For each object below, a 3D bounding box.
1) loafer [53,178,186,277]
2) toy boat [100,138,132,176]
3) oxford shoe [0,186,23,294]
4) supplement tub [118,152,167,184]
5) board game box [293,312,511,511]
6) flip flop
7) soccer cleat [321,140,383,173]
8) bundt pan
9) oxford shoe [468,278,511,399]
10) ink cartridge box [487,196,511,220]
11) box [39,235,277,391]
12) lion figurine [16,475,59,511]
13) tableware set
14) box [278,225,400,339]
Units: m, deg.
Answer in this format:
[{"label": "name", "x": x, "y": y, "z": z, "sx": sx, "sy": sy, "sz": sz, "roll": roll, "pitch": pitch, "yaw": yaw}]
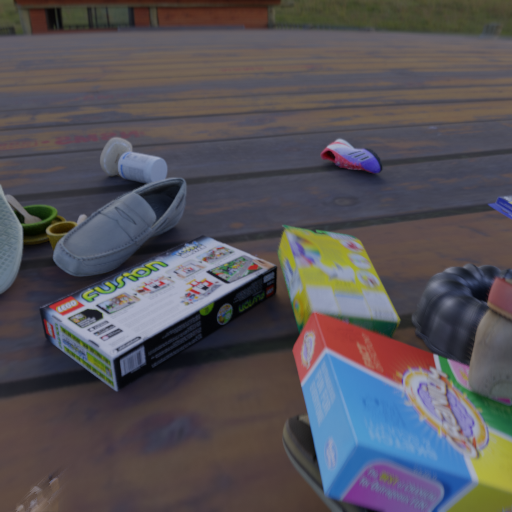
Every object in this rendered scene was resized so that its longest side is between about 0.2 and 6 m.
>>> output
[{"label": "loafer", "x": -2.423, "y": -0.668, "z": 10.456, "sx": 1.134, "sy": 1.131, "sz": 3.242, "roll": 37, "pitch": 37, "yaw": 6}, {"label": "toy boat", "x": -3.425, "y": -2.470, "z": 14.557, "sx": 1.229, "sy": 1.033, "sz": 0.571, "roll": 22, "pitch": 16, "yaw": -31}, {"label": "oxford shoe", "x": -4.977, "y": -0.467, "z": 10.255, "sx": 1.225, "sy": 0.941, "sz": 3.258, "roll": -13, "pitch": 52, "yaw": -25}, {"label": "supplement tub", "x": -2.853, "y": -2.188, "z": 14.036, "sx": 1.063, "sy": 0.701, "sz": 0.701, "roll": 16, "pitch": 32, "yaw": 25}, {"label": "board game box", "x": 1.836, "y": 1.707, "z": 5.498, "sx": 2.787, "sy": 0.562, "sz": 2.133, "roll": 20, "pitch": 20, "yaw": -12}, {"label": "flip flop", "x": 1.223, "y": 2.553, "z": 4.848, "sx": 1.285, "sy": 0.912, "sz": 3.170, "roll": 5, "pitch": 27, "yaw": -43}, {"label": "soccer cleat", "x": 2.538, "y": -2.540, "z": 14.899, "sx": 0.728, "sy": 0.679, "sz": 1.990, "roll": -31, "pitch": 38, "yaw": -16}, {"label": "bundt pan", "x": 3.437, "y": 0.791, "z": 8.293, "sx": 2.142, "sy": 0.804, "sz": 2.142, "roll": -1, "pitch": 28, "yaw": 0}, {"label": "oxford shoe", "x": 3.890, "y": 1.374, "z": 6.496, "sx": 3.647, "sy": 1.364, "sz": 1.285, "roll": 20, "pitch": 10, "yaw": -18}, {"label": "ink cartridge box", "x": 5.871, "y": -1.106, "z": 12.520, "sx": 0.939, "sy": 0.221, "sz": 0.928, "roll": -6, "pitch": 29, "yaw": -15}, {"label": "box", "x": -1.378, "y": 0.685, "z": 8.715, "sx": 1.802, "sy": 0.569, "sz": 3.275, "roll": 23, "pitch": 35, "yaw": 36}, {"label": "lion figurine", "x": -2.025, "y": 2.437, "z": 5.235, "sx": 0.266, "sy": 0.735, "sz": 0.450, "roll": 11, "pitch": 34, "yaw": -42}, {"label": "tableware set", "x": -5.326, "y": -0.340, "z": 10.561, "sx": 4.005, "sy": 0.615, "sz": 2.698, "roll": -3, "pitch": 30, "yaw": -5}, {"label": "box", "x": 1.165, "y": 0.346, "z": 8.796, "sx": 1.413, "sy": 0.582, "sz": 2.408, "roll": 8, "pitch": 35, "yaw": -13}]
